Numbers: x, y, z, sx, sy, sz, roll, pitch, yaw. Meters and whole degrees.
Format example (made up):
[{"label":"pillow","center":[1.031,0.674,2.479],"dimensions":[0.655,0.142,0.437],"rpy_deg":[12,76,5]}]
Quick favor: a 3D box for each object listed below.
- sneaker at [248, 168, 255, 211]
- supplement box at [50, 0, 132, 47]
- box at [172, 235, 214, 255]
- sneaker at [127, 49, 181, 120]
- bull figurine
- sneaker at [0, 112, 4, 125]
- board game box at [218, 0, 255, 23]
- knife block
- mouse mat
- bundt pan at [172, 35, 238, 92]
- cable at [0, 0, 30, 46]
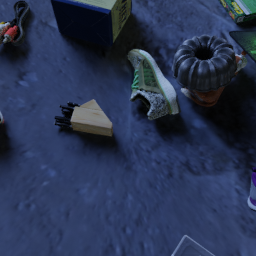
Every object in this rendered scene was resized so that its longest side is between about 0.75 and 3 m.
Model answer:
[{"label":"sneaker","center":[1.175,0.483,2.016],"dimensions":[0.301,0.809,0.354],"rpy_deg":[-2,89,-21]},{"label":"supplement box","center":[-1.057,-3.893,8.903],"dimensions":[1.903,1.278,1.901],"rpy_deg":[18,62,10]},{"label":"box","center":[1.546,3.523,4.623],"dimensions":[2.744,0.663,2.174],"rpy_deg":[31,76,21]},{"label":"sneaker","center":[0.425,-1.195,7.633],"dimensions":[1.076,0.934,2.428],"rpy_deg":[-28,61,-6]},{"label":"bull figurine","center":[2.375,-1.603,7.899],"dimensions":[1.426,0.765,2.349],"rpy_deg":[28,61,19]},{"label":"sneaker","center":[-4.508,-0.848,7.167],"dimensions":[2.883,1.245,1.158],"rpy_deg":[33,67,17]},{"label":"board game box","center":[3.857,-4.868,10.046],"dimensions":[1.420,0.318,2.711],"rpy_deg":[-13,61,-10]},{"label":"knife block","center":[-1.205,-0.142,7.223],"dimensions":[1.210,0.441,1.378],"rpy_deg":[-31,65,-16]},{"label":"mouse mat","center":[4.253,-2.288,8.245],"dimensions":[2.357,0.089,1.897],"rpy_deg":[-13,59,-30]},{"label":"bundt pan","center":[1.985,-1.786,7.276],"dimensions":[1.722,0.646,1.722],"rpy_deg":[-5,56,8]},{"label":"cable","center":[-3.646,-3.456,9.052],"dimensions":[1.106,0.573,2.277],"rpy_deg":[13,61,9]}]
